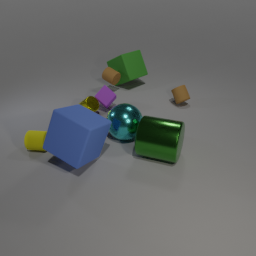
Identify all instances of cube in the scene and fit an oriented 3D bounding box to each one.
[{"bbox_3d":[-1.008,-1.405,12.719,0.700,0.700,0.700,41,-5,2],"label":"cube"},{"bbox_3d":[-1.609,0.215,8.994,1.400,1.400,1.400,28,20,16],"label":"cube"},{"bbox_3d":[-0.036,-3.254,15.198,1.400,1.400,1.400,-27,12,-37],"label":"cube"}]

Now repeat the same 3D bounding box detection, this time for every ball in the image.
[{"bbox_3d":[-0.121,-0.229,10.564,1.400,1.400,1.400,0,31,0],"label":"ball"}]

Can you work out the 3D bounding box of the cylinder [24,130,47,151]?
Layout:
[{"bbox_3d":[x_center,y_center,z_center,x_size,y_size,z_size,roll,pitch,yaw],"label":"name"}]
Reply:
[{"bbox_3d":[-3.230,0.448,10.037,0.700,0.700,0.700,3,31,9],"label":"cylinder"}]

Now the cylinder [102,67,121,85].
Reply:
[{"bbox_3d":[-0.850,-2.646,14.271,0.700,0.700,0.700,34,42,22],"label":"cylinder"}]

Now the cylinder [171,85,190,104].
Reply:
[{"bbox_3d":[2.488,-1.582,13.203,0.700,0.700,0.700,-21,-4,-1],"label":"cylinder"}]

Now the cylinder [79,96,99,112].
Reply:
[{"bbox_3d":[-1.718,-0.944,12.167,0.700,0.700,0.700,-25,8,44],"label":"cylinder"}]

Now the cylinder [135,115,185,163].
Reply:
[{"bbox_3d":[1.100,0.365,9.515,1.400,1.400,1.400,11,32,18],"label":"cylinder"}]
